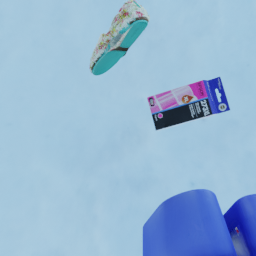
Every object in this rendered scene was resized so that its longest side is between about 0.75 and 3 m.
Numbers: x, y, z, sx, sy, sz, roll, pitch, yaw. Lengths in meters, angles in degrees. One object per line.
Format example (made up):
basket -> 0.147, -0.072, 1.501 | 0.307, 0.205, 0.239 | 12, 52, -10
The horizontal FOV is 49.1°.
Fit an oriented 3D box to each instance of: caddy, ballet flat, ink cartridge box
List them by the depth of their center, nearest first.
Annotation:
ink cartridge box -> 0.803, -0.324, 3.771 | 1.020, 0.189, 0.483 | -16, 85, 12
caddy -> 1.247, 2.104, 4.359 | 1.960, 2.772, 1.455 | 6, 51, -11
ballet flat -> -0.274, -1.988, 6.253 | 0.786, 2.077, 0.664 | -8, 70, -43
